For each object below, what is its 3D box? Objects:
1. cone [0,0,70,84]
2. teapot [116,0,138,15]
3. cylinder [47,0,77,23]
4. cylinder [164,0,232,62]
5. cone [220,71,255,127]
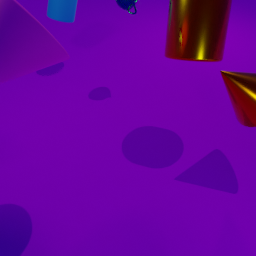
[{"bbox_3d":[-1.845,-1.019,4.140,1.380,1.375,1.375,-49,57,-3],"label":"cone"},{"bbox_3d":[-0.022,-3.811,7.977,0.576,1.177,0.732,-11,14,38],"label":"teapot"},{"bbox_3d":[-2.210,-4.151,9.436,0.922,0.922,0.922,13,29,-7],"label":"cylinder"},{"bbox_3d":[1.552,-2.243,6.341,1.342,1.342,1.342,3,19,-1],"label":"cylinder"},{"bbox_3d":[2.413,-0.883,5.962,1.321,1.316,1.316,27,38,-24],"label":"cone"}]
